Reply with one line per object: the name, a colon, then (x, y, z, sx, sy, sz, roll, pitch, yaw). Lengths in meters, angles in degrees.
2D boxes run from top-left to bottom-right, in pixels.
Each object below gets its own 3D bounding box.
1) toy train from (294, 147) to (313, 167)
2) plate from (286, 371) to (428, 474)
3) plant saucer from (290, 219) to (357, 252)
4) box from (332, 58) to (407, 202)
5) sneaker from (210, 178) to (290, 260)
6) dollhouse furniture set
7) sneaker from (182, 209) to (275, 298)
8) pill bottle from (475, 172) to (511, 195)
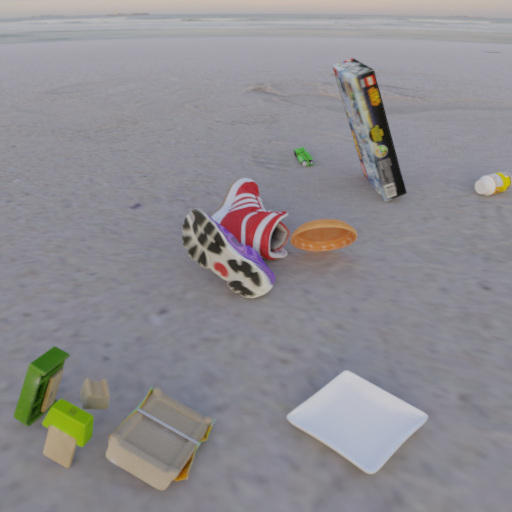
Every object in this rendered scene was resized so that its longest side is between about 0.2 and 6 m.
toy train: (1.425, -2.994, 16.969, 0.370, 0.274, 1.312, -13, 29, -3)
plate: (1.288, 2.114, 7.151, 1.329, 0.215, 1.326, 24, 35, 38)
plant saucer: (1.321, -0.417, 11.046, 1.308, 1.308, 0.245, -1, 70, -3)
box: (2.852, -3.220, 14.162, 0.639, 3.205, 2.194, -20, 26, 5)
sneaker: (0.059, -0.793, 11.877, 1.637, 1.037, 2.911, 6, 32, 14)
dollhouse furniture set: (-1.830, 2.144, 6.954, 2.376, 0.917, 1.187, 26, 25, 8)
sneaker: (-0.521, -0.038, 10.275, 2.069, 0.834, 0.863, 45, 25, 11)
pill bottle: (6.119, -1.860, 14.483, 0.944, 0.516, 0.516, -15, 31, -26)
